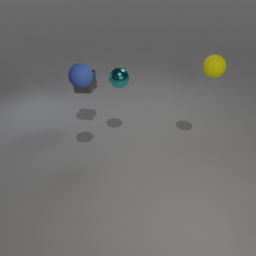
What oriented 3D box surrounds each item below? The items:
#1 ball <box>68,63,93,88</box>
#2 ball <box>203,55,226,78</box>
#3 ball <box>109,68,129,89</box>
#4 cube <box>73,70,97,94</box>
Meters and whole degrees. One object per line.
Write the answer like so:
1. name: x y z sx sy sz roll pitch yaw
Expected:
1. ball: -1.350 -1.501 7.984 0.700 0.700 0.700 0 32 0
2. ball: 2.703 -1.934 8.785 0.700 0.700 0.700 0 32 0
3. ball: -0.301 -1.696 9.527 0.700 0.700 0.700 0 32 0
4. cube: -1.658 -1.779 10.707 0.700 0.700 0.700 4 32 17
